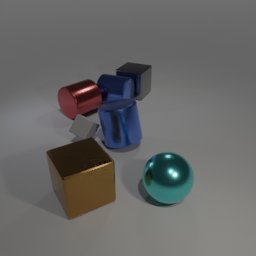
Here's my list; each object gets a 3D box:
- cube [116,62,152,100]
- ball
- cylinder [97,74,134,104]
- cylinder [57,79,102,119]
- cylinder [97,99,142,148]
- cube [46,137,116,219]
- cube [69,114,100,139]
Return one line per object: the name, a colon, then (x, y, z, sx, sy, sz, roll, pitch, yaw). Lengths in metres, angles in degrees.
cube: (0.304, -2.389, 14.135, 1.400, 1.400, 1.400, 12, 32, 21)
ball: (1.089, 1.347, 7.650, 1.400, 1.400, 1.400, 0, 30, 0)
cylinder: (-0.585, -1.726, 12.973, 1.400, 1.400, 1.400, 12, 32, 19)
cylinder: (-2.093, -1.278, 12.188, 1.400, 1.400, 1.400, 25, 39, 36)
cylinder: (-0.274, -0.185, 10.019, 1.400, 1.400, 1.400, -10, 19, 3)
cube: (-1.273, 1.314, 7.681, 1.400, 1.400, 1.400, -17, 34, -26)
cube: (-1.576, -0.001, 10.176, 0.700, 0.700, 0.700, 28, 1, 16)
